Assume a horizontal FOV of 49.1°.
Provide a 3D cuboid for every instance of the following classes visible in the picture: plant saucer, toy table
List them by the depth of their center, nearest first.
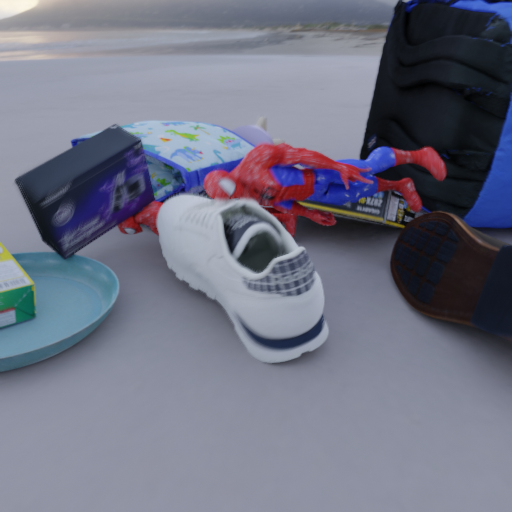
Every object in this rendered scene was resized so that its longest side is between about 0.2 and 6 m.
[{"bbox_3d":[-3.118,0.666,6.942,2.811,0.385,2.811,-1,25,0],"label":"plant saucer"},{"bbox_3d":[0.006,-2.243,11.157,1.069,0.983,0.626,23,25,31],"label":"toy table"}]

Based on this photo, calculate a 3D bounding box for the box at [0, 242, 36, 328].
[{"bbox_3d":[-3.990,0.140,7.110,1.454,0.599,2.478,-15,40,-38],"label":"box"}]

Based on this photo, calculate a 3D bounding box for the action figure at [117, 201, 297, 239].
[{"bbox_3d":[-0.798,-0.513,9.072,2.834,0.732,0.927,2,22,-19],"label":"action figure"}]

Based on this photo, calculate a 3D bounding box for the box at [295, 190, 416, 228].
[{"bbox_3d":[1.405,-0.970,9.592,2.304,0.568,1.840,15,8,27],"label":"box"}]

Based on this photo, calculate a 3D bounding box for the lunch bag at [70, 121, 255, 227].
[{"bbox_3d":[-1.590,-1.647,10.466,2.731,1.740,2.322,4,22,34],"label":"lunch bag"}]

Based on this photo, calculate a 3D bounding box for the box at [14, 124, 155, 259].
[{"bbox_3d":[-2.383,-0.937,8.064,0.666,1.192,1.689,31,56,32],"label":"box"}]

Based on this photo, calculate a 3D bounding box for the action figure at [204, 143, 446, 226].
[{"bbox_3d":[0.918,-0.949,7.329,3.331,1.090,0.861,-2,59,-22],"label":"action figure"}]

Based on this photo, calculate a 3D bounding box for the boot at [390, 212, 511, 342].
[{"bbox_3d":[3.070,0.430,7.006,1.747,1.346,3.604,21,9,-15],"label":"boot"}]

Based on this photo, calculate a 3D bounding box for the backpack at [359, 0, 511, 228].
[{"bbox_3d":[4.481,-2.728,10.247,4.039,3.911,4.813,0,23,-7],"label":"backpack"}]

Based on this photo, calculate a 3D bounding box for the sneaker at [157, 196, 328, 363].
[{"bbox_3d":[-0.310,-0.188,7.048,1.316,1.386,3.444,-30,40,-21],"label":"sneaker"}]
